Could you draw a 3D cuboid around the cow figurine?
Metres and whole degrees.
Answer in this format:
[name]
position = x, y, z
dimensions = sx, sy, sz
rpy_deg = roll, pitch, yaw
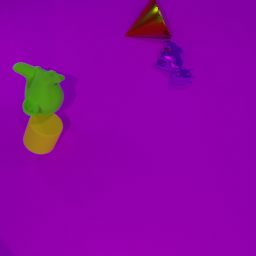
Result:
[cow figurine]
position = 1.520, -1.952, 8.556
dimensions = 1.294, 0.722, 1.315
rpy_deg = 25, 61, 4

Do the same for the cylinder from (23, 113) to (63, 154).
[cylinder]
position = -2.288, 0.121, 7.528
dimensions = 0.861, 0.861, 0.861
rpy_deg = 18, 45, -19

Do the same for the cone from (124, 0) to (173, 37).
[cone]
position = 0.500, -3.280, 9.024
dimensions = 1.429, 1.424, 1.424
rpy_deg = -22, 70, 21

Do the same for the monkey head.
[monkey head]
position = -2.279, -0.952, 7.029
dimensions = 1.351, 1.877, 1.131
rpy_deg = 21, 104, -8
